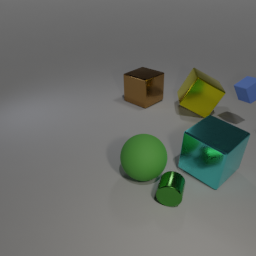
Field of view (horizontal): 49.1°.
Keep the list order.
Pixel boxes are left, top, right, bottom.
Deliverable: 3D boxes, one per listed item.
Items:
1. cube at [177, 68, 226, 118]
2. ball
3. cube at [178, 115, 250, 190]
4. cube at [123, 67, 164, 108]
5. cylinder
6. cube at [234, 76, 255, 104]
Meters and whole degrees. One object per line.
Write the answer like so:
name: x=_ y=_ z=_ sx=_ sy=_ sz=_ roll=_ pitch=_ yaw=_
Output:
cube: x=3.151 y=-1.548 z=12.266 sx=1.400 sy=1.400 sz=1.400 roll=26 pitch=28 yaw=-9
ball: x=0.468 y=0.869 z=8.343 sx=1.400 sy=1.400 sz=1.400 roll=0 pitch=29 yaw=0
cube: x=2.557 y=0.682 z=8.458 sx=1.400 sy=1.400 sz=1.400 roll=-29 pitch=45 yaw=-36
cube: x=0.762 y=-1.977 z=13.464 sx=1.400 sy=1.400 sz=1.400 roll=25 pitch=39 yaw=37
cylinder: x=1.178 y=1.660 z=7.663 sx=0.700 sy=0.700 sz=0.700 roll=9 pitch=30 yaw=15
cube: x=4.627 y=-1.466 z=10.707 sx=0.700 sy=0.700 sz=0.700 roll=-34 pitch=27 yaw=-6
